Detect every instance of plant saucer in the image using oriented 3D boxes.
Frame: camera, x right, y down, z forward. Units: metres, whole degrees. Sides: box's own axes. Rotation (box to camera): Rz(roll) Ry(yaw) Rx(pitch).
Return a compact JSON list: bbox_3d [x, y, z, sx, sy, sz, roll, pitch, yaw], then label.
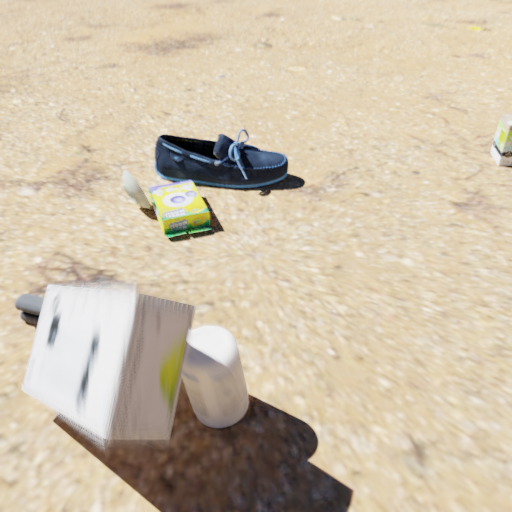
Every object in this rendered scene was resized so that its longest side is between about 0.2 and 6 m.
[{"bbox_3d":[-2.565,-1.338,11.740,0.234,0.933,0.933,-36,46,-13],"label":"plant saucer"}]

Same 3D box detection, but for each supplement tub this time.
[{"bbox_3d":[-0.553,1.579,7.304,0.792,1.201,0.792,-5,38,4],"label":"supplement tub"}]

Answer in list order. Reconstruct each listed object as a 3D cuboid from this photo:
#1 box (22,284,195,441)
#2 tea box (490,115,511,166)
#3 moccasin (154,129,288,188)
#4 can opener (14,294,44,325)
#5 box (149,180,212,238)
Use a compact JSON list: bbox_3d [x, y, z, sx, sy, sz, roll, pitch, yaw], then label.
[{"bbox_3d":[-1.876,1.177,6.767,0.778,1.509,2.588,18,-13,-38],"label":"box"},{"bbox_3d":[6.432,-2.786,13.545,1.089,1.072,0.728,2,36,3],"label":"tea box"},{"bbox_3d":[-0.820,-2.229,12.773,3.124,1.065,1.257,0,36,0],"label":"moccasin"},{"bbox_3d":[-2.968,1.087,8.652,1.918,0.512,0.641,11,43,18],"label":"can opener"},{"bbox_3d":[-1.585,-0.972,11.616,0.991,0.408,1.689,-12,39,-16],"label":"box"}]
